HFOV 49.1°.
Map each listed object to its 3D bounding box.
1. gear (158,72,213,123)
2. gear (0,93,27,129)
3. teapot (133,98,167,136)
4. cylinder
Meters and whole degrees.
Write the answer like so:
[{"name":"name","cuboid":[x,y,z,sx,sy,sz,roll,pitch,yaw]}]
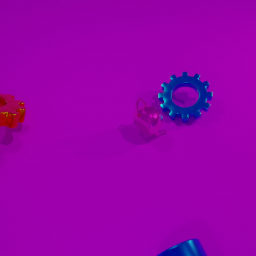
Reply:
[{"name":"gear","cuboid":[1.551,-0.850,7.619,1.404,0.260,1.404,-4,70,10]},{"name":"gear","cuboid":[-3.575,-0.526,6.891,1.983,0.367,1.983,16,19,-5]},{"name":"teapot","cuboid":[0.564,-0.209,7.006,0.622,1.270,0.789,-45,25,-21]},{"name":"cylinder","cuboid":[1.043,2.592,4.898,0.954,0.954,0.954,-17,56,-13]}]
